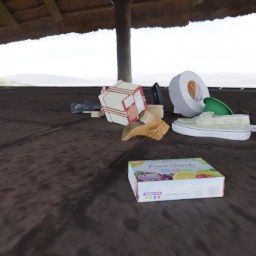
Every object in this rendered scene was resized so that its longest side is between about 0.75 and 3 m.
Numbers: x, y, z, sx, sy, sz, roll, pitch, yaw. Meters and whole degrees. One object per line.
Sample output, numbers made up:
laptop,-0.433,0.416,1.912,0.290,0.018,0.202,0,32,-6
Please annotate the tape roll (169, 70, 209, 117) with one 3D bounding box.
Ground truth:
tape roll,3.042,-1.689,13.799,2.229,2.229,0.736,-10,-9,-41

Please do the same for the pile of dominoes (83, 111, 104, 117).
pile of dominoes,-1.310,-0.722,14.643,1.414,0.289,1.814,1,3,27

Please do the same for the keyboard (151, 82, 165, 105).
keyboard,1.603,-1.572,14.760,0.327,1.533,2.552,-13,3,1

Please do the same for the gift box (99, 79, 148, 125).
gift box,-0.236,-1.192,11.824,1.523,1.631,1.505,16,43,41

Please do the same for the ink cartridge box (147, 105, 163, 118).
ink cartridge box,0.839,-0.799,13.420,1.671,0.628,1.377,0,6,8

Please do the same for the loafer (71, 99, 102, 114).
loafer,-2.123,-1.192,14.785,1.911,0.671,0.649,-8,1,12

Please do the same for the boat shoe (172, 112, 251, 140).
boat shoe,2.862,-0.158,9.804,2.680,0.831,0.965,5,12,26

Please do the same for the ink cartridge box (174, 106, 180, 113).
ink cartridge box,3.209,-1.218,15.127,1.446,0.847,0.487,7,17,42

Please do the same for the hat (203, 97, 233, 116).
hat,3.611,-0.366,12.621,1.820,1.602,1.508,41,-10,-34

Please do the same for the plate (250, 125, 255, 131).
plate,4.914,0.022,10.754,0.780,0.126,0.779,5,13,25

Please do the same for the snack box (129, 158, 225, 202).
snack box,0.843,0.935,5.278,1.541,0.408,1.096,-2,11,-8

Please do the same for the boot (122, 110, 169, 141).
boot,0.541,0.131,8.933,1.073,1.386,0.511,30,35,-26
